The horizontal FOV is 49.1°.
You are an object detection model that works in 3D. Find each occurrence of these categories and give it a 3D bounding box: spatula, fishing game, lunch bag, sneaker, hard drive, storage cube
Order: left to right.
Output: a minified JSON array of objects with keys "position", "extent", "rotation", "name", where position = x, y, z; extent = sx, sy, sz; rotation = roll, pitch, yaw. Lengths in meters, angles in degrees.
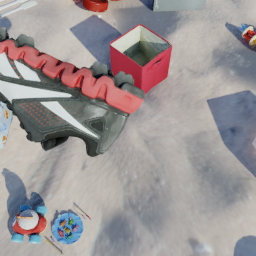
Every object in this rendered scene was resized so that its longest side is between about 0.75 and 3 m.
[{"position":[-4.179,-0.407,7.450],"extent":[2.007,0.946,2.505],"rotation":[-2,57,1],"name":"lunch bag"},{"position":[-4.447,-4.698,10.641],"extent":[1.678,0.135,1.167],"rotation":[-33,69,-18],"name":"spatula"},{"position":[-1.216,-0.447,3.666],"extent":[2.707,0.957,1.322],"rotation":[22,97,4],"name":"sneaker"},{"position":[-1.344,2.222,6.242],"extent":[0.708,0.154,0.989],"rotation":[37,64,18],"name":"fishing game"},{"position":[0.356,-1.944,8.175],"extent":[1.257,1.322,1.471],"rotation":[-40,65,-22],"name":"storage cube"},{"position":[1.868,-4.822,9.974],"extent":[1.912,1.335,0.314],"rotation":[-2,59,-1],"name":"hard drive"}]

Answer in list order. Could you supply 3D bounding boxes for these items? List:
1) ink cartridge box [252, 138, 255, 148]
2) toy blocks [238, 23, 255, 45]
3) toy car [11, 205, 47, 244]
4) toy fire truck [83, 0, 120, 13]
[{"position":[4.248,0.749,6.616],"extent":[1.499,0.873,2.058],"rotation":[-14,53,-9],"name":"ink cartridge box"},{"position":[4.428,-3.185,9.476],"extent":[1.012,0.441,1.214],"rotation":[-22,60,-13],"name":"toy blocks"},{"position":[-2.179,1.975,5.984],"extent":[0.741,0.838,0.772],"rotation":[3,57,2],"name":"toy car"},{"position":[-1.036,-5.634,10.496],"extent":[2.867,1.607,2.408],"rotation":[35,46,19],"name":"toy fire truck"}]
